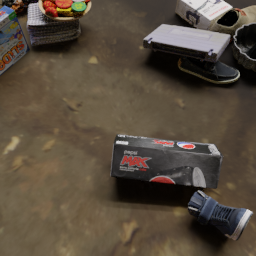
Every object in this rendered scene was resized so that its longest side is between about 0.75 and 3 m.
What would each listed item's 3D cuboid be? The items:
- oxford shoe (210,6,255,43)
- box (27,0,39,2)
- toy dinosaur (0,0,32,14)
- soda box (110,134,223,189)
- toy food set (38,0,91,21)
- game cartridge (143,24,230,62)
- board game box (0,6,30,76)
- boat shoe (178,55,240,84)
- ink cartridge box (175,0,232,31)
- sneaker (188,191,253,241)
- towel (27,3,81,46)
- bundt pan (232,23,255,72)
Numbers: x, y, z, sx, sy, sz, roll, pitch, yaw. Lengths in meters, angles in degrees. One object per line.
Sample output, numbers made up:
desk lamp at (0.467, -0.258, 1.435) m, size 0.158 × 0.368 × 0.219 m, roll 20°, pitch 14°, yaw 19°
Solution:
oxford shoe at (4.001, -3.870, 10.085) m, size 2.628 × 0.983 × 0.926 m, roll -37°, pitch 66°, yaw -19°
box at (-3.381, -5.495, 11.105) m, size 1.760 × 0.318 × 1.258 m, roll -22°, pitch 61°, yaw -33°
toy dinosaur at (-4.391, -4.934, 10.885) m, size 1.097 × 0.826 × 1.617 m, roll 24°, pitch 40°, yaw -5°
soda box at (0.941, 0.835, 7.187) m, size 2.692 × 0.952 × 0.852 m, roll 6°, pitch 15°, yaw 2°
toy food set at (-2.189, -4.444, 9.830) m, size 1.865 × 0.458 × 1.884 m, roll -2°, pitch 57°, yaw -7°
game cartridge at (1.980, -2.901, 9.438) m, size 2.514 × 0.483 × 1.630 m, roll 19°, pitch 41°, yaw 24°
board game box at (-4.334, -2.407, 8.845) m, size 0.427 × 1.678 × 2.479 m, roll 30°, pitch 65°, yaw 15°
boat shoe at (2.672, -2.030, 9.235) m, size 2.052 × 0.639 × 0.765 m, roll 20°, pitch 60°, yaw 10°
ink cartridge box at (2.840, -4.458, 10.580) m, size 1.232 × 0.718 × 1.702 m, roll -35°, pitch 66°, yaw -18°
sneaker at (1.994, 1.901, 6.323) m, size 1.254 × 1.735 × 0.660 m, roll 34°, pitch 72°, yaw 19°
towel at (-2.753, -3.968, 10.241) m, size 1.914 × 0.819 × 1.585 m, roll -10°, pitch 60°, yaw -5°
bundt pan at (4.468, -2.667, 9.550) m, size 1.924 × 0.722 × 1.924 m, roll 0°, pitch 60°, yaw 1°
